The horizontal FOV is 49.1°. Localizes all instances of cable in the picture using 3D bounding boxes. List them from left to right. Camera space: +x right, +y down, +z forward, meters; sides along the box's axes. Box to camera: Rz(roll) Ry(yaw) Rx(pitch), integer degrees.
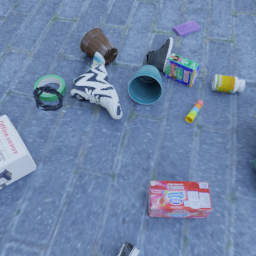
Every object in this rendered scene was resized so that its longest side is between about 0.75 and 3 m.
[{"bbox_3d":[-2.775,-1.039,9.812,1.151,0.292,0.939,-16,77,-48],"label":"cable"}]

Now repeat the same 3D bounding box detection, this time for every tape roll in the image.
[{"bbox_3d":[-3.414,-1.767,12.311,1.336,0.321,1.336,0,56,0],"label":"tape roll"}]

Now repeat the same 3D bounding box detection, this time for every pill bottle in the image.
[{"bbox_3d":[4.351,-1.901,12.163,1.265,0.703,0.703,8,56,6],"label":"pill bottle"}]

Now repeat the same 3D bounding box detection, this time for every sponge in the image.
[{"bbox_3d":[3.099,-5.272,14.807,1.299,0.194,0.725,-24,59,-15],"label":"sponge"}]

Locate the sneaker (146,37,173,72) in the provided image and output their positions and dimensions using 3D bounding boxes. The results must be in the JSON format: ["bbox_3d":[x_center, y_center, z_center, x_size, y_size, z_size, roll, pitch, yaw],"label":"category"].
[{"bbox_3d":[1.481,-3.614,13.302,1.081,0.771,2.180,13,59,6],"label":"sneaker"}]

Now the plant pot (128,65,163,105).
[{"bbox_3d":[0.815,-1.946,11.881,1.423,1.423,1.337,9,41,6],"label":"plant pot"}]

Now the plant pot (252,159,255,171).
[{"bbox_3d":[5.077,1.519,9.493,1.424,1.424,1.395,-13,49,-9],"label":"plant pot"}]

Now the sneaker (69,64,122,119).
[{"bbox_3d":[-1.434,-1.278,11.553,1.823,1.118,2.802,-22,66,-4],"label":"sneaker"}]

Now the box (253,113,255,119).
[{"bbox_3d":[5.948,0.406,9.910,2.146,0.655,2.709,7,42,-44],"label":"box"}]

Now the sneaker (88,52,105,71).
[{"bbox_3d":[-1.464,-2.705,12.422,0.522,1.313,0.857,39,72,15],"label":"sneaker"}]

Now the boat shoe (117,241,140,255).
[{"bbox_3d":[-0.424,4.164,7.952,0.682,0.737,1.997,29,60,14],"label":"boat shoe"}]

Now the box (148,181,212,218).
[{"bbox_3d":[1.632,2.334,9.112,1.917,0.915,0.956,1,55,1],"label":"box"}]

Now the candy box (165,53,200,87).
[{"bbox_3d":[2.363,-2.535,12.336,1.351,1.142,0.520,26,64,17],"label":"candy box"}]

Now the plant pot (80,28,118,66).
[{"bbox_3d":[-1.281,-3.706,13.128,1.373,1.373,1.360,-38,72,-23],"label":"plant pot"}]

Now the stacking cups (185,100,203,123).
[{"bbox_3d":[2.748,-0.721,11.594,0.355,0.355,1.174,26,56,17],"label":"stacking cups"}]

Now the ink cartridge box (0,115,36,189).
[{"bbox_3d":[-5.054,1.146,9.743,2.912,1.228,2.108,-29,60,-19],"label":"ink cartridge box"}]
